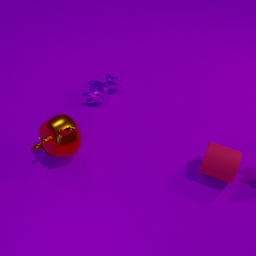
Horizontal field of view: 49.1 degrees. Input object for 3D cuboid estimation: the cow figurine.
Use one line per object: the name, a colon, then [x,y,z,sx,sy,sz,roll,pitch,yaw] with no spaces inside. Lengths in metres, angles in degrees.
cow figurine: [-0.752,-1.214,8.862,1.070,0.597,1.087,1,52,5]

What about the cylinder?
cylinder: [2.253,0.831,6.846,0.793,0.793,0.793,19,51,16]

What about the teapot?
teapot: [-1.831,0.254,7.119,0.924,1.887,1.173,-16,85,-46]
